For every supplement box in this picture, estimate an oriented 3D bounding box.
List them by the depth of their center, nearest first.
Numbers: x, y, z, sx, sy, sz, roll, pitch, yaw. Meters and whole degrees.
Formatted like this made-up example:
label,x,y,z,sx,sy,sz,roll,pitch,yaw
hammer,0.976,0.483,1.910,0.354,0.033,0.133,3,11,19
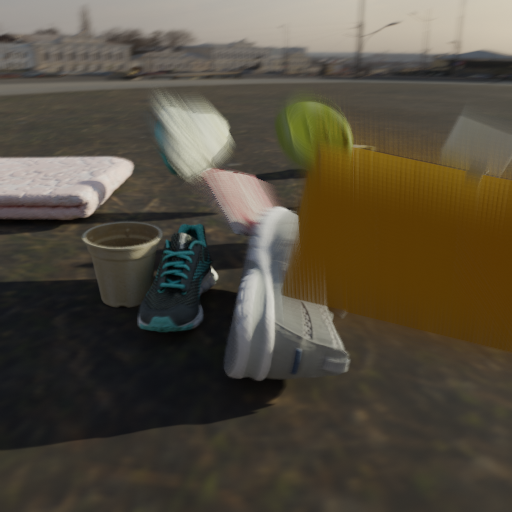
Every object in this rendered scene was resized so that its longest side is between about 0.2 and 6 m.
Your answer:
label,x,y,z,sx,sy,sz,roll,pitch,yaw
supplement box,0.971,-0.110,3.783,1.368,0.921,1.387,13,6,7

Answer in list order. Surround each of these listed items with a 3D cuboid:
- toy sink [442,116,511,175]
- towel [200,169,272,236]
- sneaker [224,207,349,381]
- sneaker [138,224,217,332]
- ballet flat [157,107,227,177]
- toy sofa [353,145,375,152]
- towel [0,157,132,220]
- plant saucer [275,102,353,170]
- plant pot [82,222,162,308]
label,x,y,z,sx,sy,sz,roll,pitch,yaw
toy sink,3.829,-1.806,9.581,1.054,0.687,0.590,29,0,23
towel,-0.156,-0.710,7.763,0.163,1.033,1.434,-36,-13,24
sneaker,0.435,0.448,6.506,1.277,1.163,3.114,13,30,-1
sneaker,-0.987,0.205,6.949,0.804,0.945,2.073,1,22,3
ballet flat,-0.841,-1.736,7.947,0.951,0.951,2.650,-1,16,-3
toy sofa,2.297,-2.474,14.320,1.426,0.590,0.696,-13,20,-30
towel,-4.706,-1.452,11.697,3.589,0.606,3.758,-1,21,0
plant saucer,1.224,-2.502,11.364,1.676,1.676,0.260,-7,-21,-17
plant pot,-1.674,0.138,7.171,0.976,0.894,0.976,1,22,0
